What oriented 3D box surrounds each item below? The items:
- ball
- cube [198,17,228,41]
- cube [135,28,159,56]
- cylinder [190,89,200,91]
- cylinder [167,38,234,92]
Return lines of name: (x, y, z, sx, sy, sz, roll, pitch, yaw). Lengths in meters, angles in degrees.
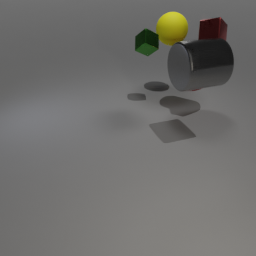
ball: (1.931, -4.347, 12.307, 1.400, 1.400, 1.400, 0, 29, 0)
cube: (2.788, -3.120, 9.192, 0.700, 0.700, 0.700, 5, -1, 37)
cube: (0.761, -3.438, 11.281, 0.700, 0.700, 0.700, 14, -21, -33)
cylinder: (2.702, -2.459, 11.370, 1.400, 1.400, 1.400, -30, 25, 15)
cylinder: (2.079, -1.853, 8.191, 1.400, 1.400, 1.400, -11, 31, -17)
